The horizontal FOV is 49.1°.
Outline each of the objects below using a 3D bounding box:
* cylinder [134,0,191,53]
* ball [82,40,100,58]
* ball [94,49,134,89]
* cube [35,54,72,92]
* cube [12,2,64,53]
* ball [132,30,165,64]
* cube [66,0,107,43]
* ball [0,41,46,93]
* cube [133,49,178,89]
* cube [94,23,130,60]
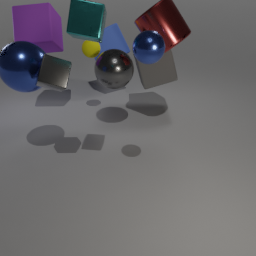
[{"bbox_3d":[1.156,-3.376,9.354,1.400,1.400,1.400,-34,14,10],"label":"cylinder"},{"bbox_3d":[-1.386,-2.995,10.531,0.700,0.700,0.700,0,29,0],"label":"ball"},{"bbox_3d":[-0.490,-2.083,9.920,1.400,1.400,1.400,0,29,0],"label":"ball"},{"bbox_3d":[-1.893,-1.367,7.087,0.700,0.700,0.700,13,-5,-22],"label":"cube"},{"bbox_3d":[-3.345,-3.684,10.543,1.400,1.400,1.400,-4,1,4],"label":"cube"},{"bbox_3d":[0.443,-1.718,5.985,0.700,0.700,0.700,0,29,0],"label":"ball"},{"bbox_3d":[-0.874,-2.292,6.043,0.700,0.700,0.700,10,10,-2],"label":"cube"},{"bbox_3d":[-2.854,-1.683,7.745,1.400,1.400,1.400,0,29,0],"label":"ball"},{"bbox_3d":[1.105,-2.566,11.530,1.400,1.400,1.400,-16,20,3],"label":"cube"},{"bbox_3d":[-0.978,-3.852,13.064,1.400,1.400,1.400,-32,21,-9],"label":"cube"}]
